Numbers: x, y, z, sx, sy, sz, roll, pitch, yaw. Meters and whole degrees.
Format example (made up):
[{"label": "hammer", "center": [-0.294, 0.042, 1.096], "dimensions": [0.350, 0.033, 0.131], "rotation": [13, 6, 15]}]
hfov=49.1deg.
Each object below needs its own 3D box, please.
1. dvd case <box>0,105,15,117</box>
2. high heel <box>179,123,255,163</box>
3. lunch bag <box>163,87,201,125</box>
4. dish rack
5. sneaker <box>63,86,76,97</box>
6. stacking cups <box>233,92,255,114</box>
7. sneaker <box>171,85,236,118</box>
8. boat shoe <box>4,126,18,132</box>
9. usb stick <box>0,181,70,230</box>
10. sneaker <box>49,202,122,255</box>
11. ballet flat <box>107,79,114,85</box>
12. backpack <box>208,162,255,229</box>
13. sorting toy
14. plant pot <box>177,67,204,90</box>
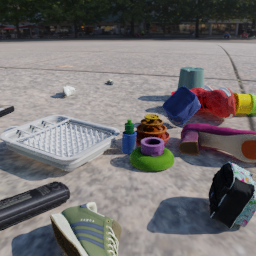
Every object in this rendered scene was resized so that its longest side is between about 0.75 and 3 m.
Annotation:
[{"label": "dvd case", "center": [-6.012, -0.552, 10.146], "dimensions": [2.951, 0.259, 2.105], "rotation": [6, 22, 15]}, {"label": "high heel", "center": [2.639, 0.185, 7.271], "dimensions": [2.574, 0.868, 1.238], "rotation": [4, 32, 20]}, {"label": "lunch bag", "center": [1.731, -0.653, 9.054], "dimensions": [0.780, 1.148, 0.760], "rotation": [51, 7, 37]}, {"label": "dish rack", "center": [-1.734, 0.359, 7.365], "dimensions": [2.584, 0.563, 2.217], "rotation": [13, 23, 30]}, {"label": "sneaker", "center": [-2.701, -1.718, 12.959], "dimensions": [0.535, 0.457, 1.228], "rotation": [5, 21, -1]}, {"label": "stacking cups", "center": [5.220, -0.823, 10.269], "dimensions": [2.711, 0.820, 0.820], "rotation": [3, 21, -1]}, {"label": "sneaker", "center": [2.551, -0.844, 10.144], "dimensions": [1.710, 1.159, 2.960], "rotation": [-11, 10, -3]}, {"label": "boat shoe", "center": [-3.183, 0.132, 8.259], "dimensions": [0.910, 0.322, 0.413], "rotation": [-7, 18, -23]}, {"label": "usb stick", "center": [-2.121, 1.455, 4.779], "dimensions": [2.307, 0.376, 0.640], "rotation": [-16, 19, -36]}, {"label": "sneaker", "center": [-0.409, 1.608, 3.961], "dimensions": [0.852, 0.636, 1.898], "rotation": [-19, 24, -29]}, {"label": "ballet flat", "center": [-0.962, -2.539, 15.301], "dimensions": [0.289, 0.289, 0.804], "rotation": [-8, 22, -19]}, {"label": "backpack", "center": [1.830, 1.126, 4.907], "dimensions": [0.783, 0.923, 1.040], "rotation": [24, 18, 0]}, {"label": "sorting toy", "center": [0.502, 0.213, 7.258], "dimensions": [1.312, 0.897, 2.184], "rotation": [1, 21, 1]}, {"label": "plant pot", "center": [2.775, -1.957, 12.320], "dimensions": [1.358, 1.330, 1.358], "rotation": [1, 22, 0]}]
